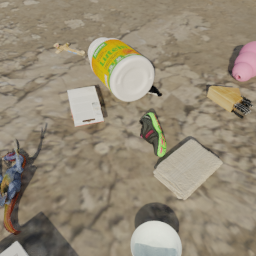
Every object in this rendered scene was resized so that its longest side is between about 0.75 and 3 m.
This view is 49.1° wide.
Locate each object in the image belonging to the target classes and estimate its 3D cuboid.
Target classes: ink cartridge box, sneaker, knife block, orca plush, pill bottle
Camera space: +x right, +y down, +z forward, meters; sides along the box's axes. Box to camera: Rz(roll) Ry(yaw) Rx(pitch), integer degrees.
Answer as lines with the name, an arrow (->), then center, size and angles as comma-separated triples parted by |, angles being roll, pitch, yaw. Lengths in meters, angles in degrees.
ink cartridge box -> -1.383, -0.624, 9.157 | 0.953, 0.440, 1.749 | -11, 49, -10
sneaker -> 0.715, 0.253, 8.351 | 0.651, 0.596, 1.553 | -24, 48, 12
knife block -> 3.395, -0.837, 9.338 | 1.369, 0.438, 1.202 | 6, 46, 4
orca plush -> 0.631, -1.468, 9.933 | 1.232, 0.438, 0.648 | 35, 56, 28
pill bottle -> -0.402, -2.192, 9.747 | 1.537, 1.537, 2.768 | -20, 40, -18

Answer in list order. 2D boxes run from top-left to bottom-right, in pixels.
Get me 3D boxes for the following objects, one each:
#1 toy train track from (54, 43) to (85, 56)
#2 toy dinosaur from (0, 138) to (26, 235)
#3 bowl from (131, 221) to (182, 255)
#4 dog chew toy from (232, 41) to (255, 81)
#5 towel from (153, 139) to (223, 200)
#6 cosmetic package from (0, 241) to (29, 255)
toy train track -> -2.501, -3.391, 11.863 | 1.534, 0.250, 0.880 | 22, 51, 18
toy dinosaur -> -3.121, 1.372, 7.253 | 1.091, 2.077, 1.885 | -11, 12, 9
bowl -> 0.592, 2.628, 6.083 | 1.082, 0.486, 1.082 | 0, 46, 0
dog chew toy -> 4.514, -2.409, 10.414 | 1.142, 1.142, 1.833 | 30, 60, 25
towel -> 1.638, 1.090, 7.660 | 1.753, 0.302, 1.162 | -33, 57, -27
cosmetic package -> -2.063, 3.804, 4.810 | 2.157, 0.739, 2.861 | -36, 56, -27
